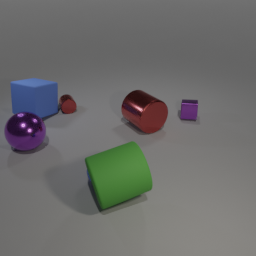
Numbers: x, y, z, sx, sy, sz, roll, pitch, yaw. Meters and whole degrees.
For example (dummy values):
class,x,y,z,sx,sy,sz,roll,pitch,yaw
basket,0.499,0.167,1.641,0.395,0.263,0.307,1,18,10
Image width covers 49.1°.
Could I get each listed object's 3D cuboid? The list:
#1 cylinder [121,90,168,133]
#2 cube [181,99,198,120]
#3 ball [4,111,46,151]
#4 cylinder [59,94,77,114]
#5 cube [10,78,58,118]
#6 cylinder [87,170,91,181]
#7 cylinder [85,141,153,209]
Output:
class,x,y,z,sx,sy,sz,roll,pitch,yaw
cylinder,0.662,-0.685,11.370,1.400,1.400,1.400,-17,33,-28
cube,2.681,-0.817,12.241,0.700,0.700,0.700,4,22,12
ball,-3.631,0.114,9.937,1.400,1.400,1.400,0,29,0
cylinder,-2.775,-1.106,12.876,0.700,0.700,0.700,-11,30,-18
cube,-4.049,-1.315,12.216,1.400,1.400,1.400,13,21,23
cylinder,-0.768,1.300,8.495,0.700,0.700,0.700,20,34,32
cylinder,-0.263,1.221,7.388,1.400,1.400,1.400,-19,33,-12
